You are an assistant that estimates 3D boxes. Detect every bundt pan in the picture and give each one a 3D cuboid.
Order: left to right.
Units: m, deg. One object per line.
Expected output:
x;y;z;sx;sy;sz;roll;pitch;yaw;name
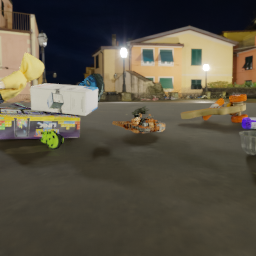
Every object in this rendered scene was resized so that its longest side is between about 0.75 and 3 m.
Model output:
2.699;0.316;5.352;1.108;0.416;1.108;0;7;0;bundt pan

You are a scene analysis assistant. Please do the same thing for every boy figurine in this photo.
-4.167;-1.477;9.688;2.859;0.921;1.777;-45;10;-9;boy figurine

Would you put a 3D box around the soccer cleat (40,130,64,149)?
-1.616;0.248;6.233;0.467;0.389;1.153;10;0;-30;soccer cleat

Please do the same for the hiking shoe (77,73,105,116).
-1.906;-1.007;10.088;2.610;0.971;1.131;-40;-20;28;hiking shoe

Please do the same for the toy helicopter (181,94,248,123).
3.710;-0.788;12.386;2.829;1.116;1.871;-9;10;0;toy helicopter

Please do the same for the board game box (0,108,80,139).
-2.599;-0.160;7.806;2.153;0.611;1.780;0;12;-25;board game box

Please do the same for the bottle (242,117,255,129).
4.537;-0.158;9.488;1.215;0.397;0.508;0;6;0;bottle

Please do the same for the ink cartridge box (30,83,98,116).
-1.754;-0.843;7.909;1.577;0.677;1.155;5;15;10;ink cartridge box

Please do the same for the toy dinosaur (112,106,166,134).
0.350;-0.173;8.541;1.561;0.797;1.060;21;25;2;toy dinosaur

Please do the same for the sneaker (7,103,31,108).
-5.040;-0.667;12.380;2.162;0.804;0.946;5;14;36;sneaker
